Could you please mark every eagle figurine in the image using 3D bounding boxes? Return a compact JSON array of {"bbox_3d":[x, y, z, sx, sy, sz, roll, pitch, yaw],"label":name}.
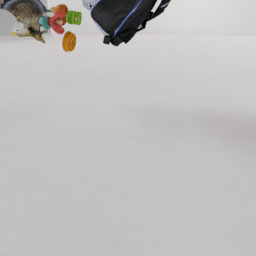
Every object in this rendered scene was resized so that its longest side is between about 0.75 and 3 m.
[{"bbox_3d":[-1.201,-1.296,3.145,0.588,0.776,0.585,-17,58,4],"label":"eagle figurine"}]

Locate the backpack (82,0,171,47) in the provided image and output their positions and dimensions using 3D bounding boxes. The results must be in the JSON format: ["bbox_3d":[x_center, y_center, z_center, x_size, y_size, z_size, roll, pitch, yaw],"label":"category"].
[{"bbox_3d":[-0.106,-3.730,8.521,2.634,2.029,2.509,-43,-2,4],"label":"backpack"}]

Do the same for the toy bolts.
[{"bbox_3d":[-2.447,-3.389,9.324,1.105,1.522,1.593,17,18,13],"label":"toy bolts"}]
